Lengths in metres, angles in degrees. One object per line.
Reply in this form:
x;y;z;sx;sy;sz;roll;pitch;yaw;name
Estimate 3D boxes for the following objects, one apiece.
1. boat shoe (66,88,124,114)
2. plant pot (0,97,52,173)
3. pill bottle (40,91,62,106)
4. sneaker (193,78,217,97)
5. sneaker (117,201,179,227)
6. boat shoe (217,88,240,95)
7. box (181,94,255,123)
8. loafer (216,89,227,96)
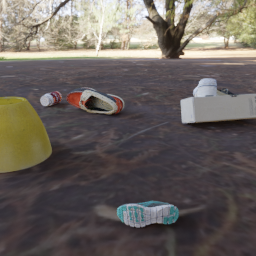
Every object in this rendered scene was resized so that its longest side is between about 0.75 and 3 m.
-1.665;-1.196;12.923;2.984;1.062;0.934;13;24;22;boat shoe
-3.423;0.024;7.937;2.313;1.642;2.313;-1;18;0;plant pot
-3.942;-1.491;14.381;0.626;0.626;1.097;7;19;20;pill bottle
3.563;-1.419;13.103;1.052;1.020;2.880;4;-7;14;sneaker
0.354;1.578;5.271;1.125;0.437;0.513;3;2;-3;sneaker
5.539;-1.987;16.053;1.733;0.586;0.622;11;19;27;boat shoe
3.637;-0.765;11.121;2.858;0.977;1.174;-4;0;-15;box
4.709;-1.664;14.730;2.160;0.738;0.817;1;18;2;loafer
